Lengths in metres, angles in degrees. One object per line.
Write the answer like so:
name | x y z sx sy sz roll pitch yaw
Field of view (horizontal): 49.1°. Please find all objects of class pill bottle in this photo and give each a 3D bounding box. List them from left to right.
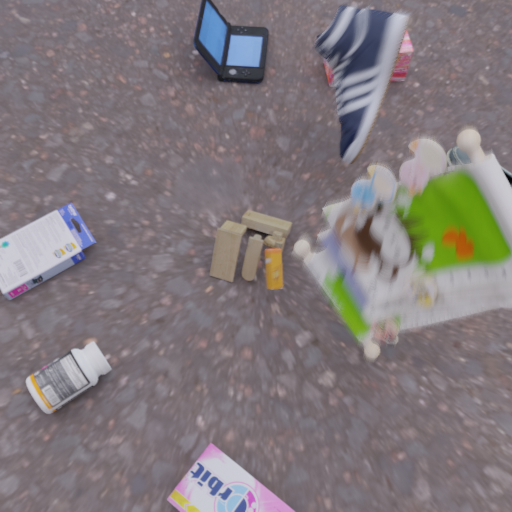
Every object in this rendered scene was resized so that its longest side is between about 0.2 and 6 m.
pill bottle | -2.841 1.834 8.548 1.126 0.655 0.655 -32 66 -18

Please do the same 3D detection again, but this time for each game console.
game console | -0.493 -4.654 11.957 1.426 0.988 1.671 4 62 3

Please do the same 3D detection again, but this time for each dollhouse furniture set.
dollhouse furniture set | -0.075 -0.128 9.892 1.069 0.916 1.124 17 28 9

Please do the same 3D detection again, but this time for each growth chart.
growth chart | 2.009 0.018 7.451 2.574 3.557 0.315 51 52 -6

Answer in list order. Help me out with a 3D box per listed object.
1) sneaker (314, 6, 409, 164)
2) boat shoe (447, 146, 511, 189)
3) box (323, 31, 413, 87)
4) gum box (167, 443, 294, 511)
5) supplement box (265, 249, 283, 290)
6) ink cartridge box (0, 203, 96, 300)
sneaker | 1.541 -2.976 9.707 1.391 2.564 0.899 17 24 2
boat shoe | 4.436 -1.519 10.429 0.709 0.602 1.947 -35 67 -18
box | 2.329 -4.194 11.775 1.667 0.855 0.789 -5 61 -4
gum box | -0.275 3.502 7.666 1.649 0.545 0.936 34 65 17
supplement box | 0.289 0.212 9.146 0.219 0.226 0.658 -4 92 -21
ink cartridge box | -3.761 -0.101 9.788 1.744 0.366 1.041 -32 66 -13
